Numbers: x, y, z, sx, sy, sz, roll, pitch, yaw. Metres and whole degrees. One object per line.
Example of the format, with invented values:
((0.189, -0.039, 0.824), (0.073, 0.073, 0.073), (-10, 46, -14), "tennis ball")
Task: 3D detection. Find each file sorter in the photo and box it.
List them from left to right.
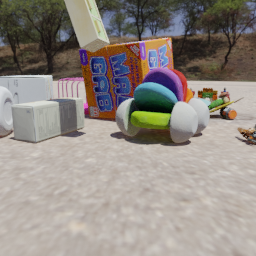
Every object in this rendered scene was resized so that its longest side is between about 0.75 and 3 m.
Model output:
((-2.337, -1.734, 14.431), (1.830, 1.651, 2.633), (-9, 15, -34), "file sorter")

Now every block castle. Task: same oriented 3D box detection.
((4.588, -1.822, 16.158), (2.339, 1.098, 1.563), (4, 13, 16), "block castle")

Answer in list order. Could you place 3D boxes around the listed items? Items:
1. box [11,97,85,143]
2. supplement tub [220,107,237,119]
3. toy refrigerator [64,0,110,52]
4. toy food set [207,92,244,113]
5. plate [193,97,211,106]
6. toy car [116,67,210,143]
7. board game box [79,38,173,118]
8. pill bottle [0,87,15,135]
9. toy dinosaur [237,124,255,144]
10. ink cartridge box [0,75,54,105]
((-2.532, -0.349, 9.268), (0.938, 1.146, 2.414), (6, 12, 27), "box")
((4.355, -0.641, 12.141), (0.480, 0.480, 0.783), (-2, 13, -9), "supplement tub")
((-1.220, -3.277, 8.080), (0.682, 1.949, 0.740), (-20, -4, 23), "toy refrigerator")
((4.091, -1.162, 12.608), (1.868, 0.610, 1.099), (-24, -6, 6), "toy food set")
((2.471, -1.018, 12.797), (2.501, 0.320, 2.501), (-15, 13, 4), "plate")
((1.150, -0.834, 8.997), (2.540, 2.177, 2.903), (8, 15, 31), "toy car")
((0.098, -2.225, 12.390), (2.955, 2.955, 2.957), (3, 20, 32), "board game box")
((-5.239, -0.528, 8.967), (2.819, 1.585, 1.585), (0, 12, -2), "pill bottle")
((3.818, 0.138, 8.261), (0.959, 0.722, 1.414), (-21, 41, -18), "toy dinosaur")
((-4.305, -1.356, 12.212), (1.819, 1.827, 2.515), (-2, 12, -7), "ink cartridge box")
